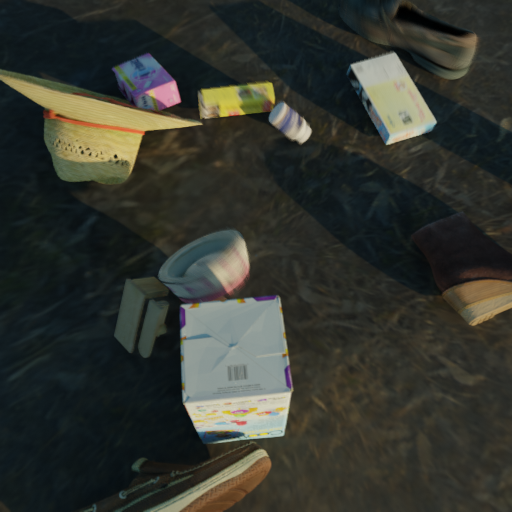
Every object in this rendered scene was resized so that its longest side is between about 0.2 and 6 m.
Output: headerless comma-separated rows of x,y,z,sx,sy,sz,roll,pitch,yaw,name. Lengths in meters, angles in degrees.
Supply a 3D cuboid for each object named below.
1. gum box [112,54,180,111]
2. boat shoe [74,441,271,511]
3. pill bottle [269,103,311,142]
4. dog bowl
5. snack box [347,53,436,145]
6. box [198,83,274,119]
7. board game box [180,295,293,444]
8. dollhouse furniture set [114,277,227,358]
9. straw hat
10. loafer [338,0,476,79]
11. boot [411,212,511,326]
-2.368,-3.657,11.899,0.898,0.523,1.582,-27,49,-14,gum box
-1.371,3.331,7.876,3.165,1.169,1.171,-26,58,-14,boat shoe
0.706,-2.681,11.378,0.839,0.466,0.466,31,57,-30,pill bottle
-0.784,0.203,9.017,1.491,0.550,1.491,-22,24,10,dog bowl
2.839,-3.340,11.833,1.115,0.356,1.920,-18,70,-12,snack box
-0.426,-3.240,11.737,1.551,0.584,0.389,-8,74,-7,box
-0.268,1.711,7.950,1.328,2.533,1.304,-5,61,-3,board game box
-1.363,1.123,9.430,1.386,1.129,1.318,-6,32,-45,dollhouse furniture set
-3.098,-2.186,10.530,3.944,3.944,1.669,17,104,9,straw hat
3.425,-5.304,12.628,3.404,1.071,1.223,36,67,15,loafer
4.190,-0.036,9.879,2.364,0.855,1.966,-21,65,-7,boot
